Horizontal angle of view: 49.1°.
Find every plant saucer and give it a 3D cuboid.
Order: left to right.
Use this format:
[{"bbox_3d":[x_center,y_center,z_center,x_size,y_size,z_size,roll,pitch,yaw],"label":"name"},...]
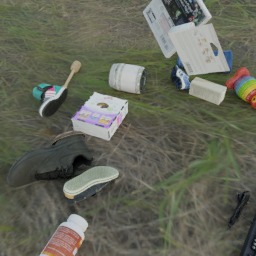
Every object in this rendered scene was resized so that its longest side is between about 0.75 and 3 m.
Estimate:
[{"bbox_3d":[-2.103,0.361,9.922,1.230,1.230,0.197,-15,75,-16],"label":"plant saucer"}]

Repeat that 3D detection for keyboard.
[{"bbox_3d":[3.741,2.732,7.935,1.771,0.287,2.787,24,46,25],"label":"keyboard"}]

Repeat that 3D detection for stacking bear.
[{"bbox_3d":[5.358,-1.580,12.222,1.062,1.134,1.867,12,39,-40],"label":"stacking bear"}]

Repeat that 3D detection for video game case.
[{"bbox_3d":[1.868,-4.599,11.347,0.302,2.351,2.586,-3,63,-43],"label":"video game case"}]

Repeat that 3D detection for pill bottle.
[{"bbox_3d":[-1.618,2.972,7.290,0.753,0.753,1.342,17,45,18],"label":"pill bottle"}]

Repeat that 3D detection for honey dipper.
[{"bbox_3d":[-2.830,-2.558,13.755,0.423,0.423,2.228,7,44,8],"label":"honey dipper"}]

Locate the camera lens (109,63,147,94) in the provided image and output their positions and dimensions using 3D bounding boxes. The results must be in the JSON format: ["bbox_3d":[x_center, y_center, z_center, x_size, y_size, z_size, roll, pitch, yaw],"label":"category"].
[{"bbox_3d":[0.033,-2.267,12.779,1.534,1.227,1.227,12,43,13],"label":"camera lens"}]

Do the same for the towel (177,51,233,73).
[{"bbox_3d":[4.046,-3.594,14.684,2.811,0.682,1.569,11,44,11],"label":"towel"}]

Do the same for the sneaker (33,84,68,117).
[{"bbox_3d":[-3.551,-1.257,11.912,1.239,0.858,2.052,15,36,9],"label":"sneaker"}]

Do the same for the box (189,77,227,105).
[{"bbox_3d":[3.550,-1.668,12.537,1.470,0.698,0.571,27,47,25],"label":"box"}]

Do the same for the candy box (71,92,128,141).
[{"bbox_3d":[-1.069,-0.522,11.255,1.582,0.675,1.886,16,45,17],"label":"candy box"}]

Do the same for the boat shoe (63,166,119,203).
[{"bbox_3d":[-1.132,1.747,8.792,0.753,0.628,2.018,28,33,36],"label":"boat shoe"}]

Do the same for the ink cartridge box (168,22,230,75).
[{"bbox_3d":[2.148,-2.354,8.323,1.435,1.653,0.360,2,50,43],"label":"ink cartridge box"}]

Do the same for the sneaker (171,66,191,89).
[{"bbox_3d":[2.529,-2.399,13.493,0.653,0.642,1.697,3,46,-15],"label":"sneaker"}]

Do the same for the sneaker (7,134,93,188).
[{"bbox_3d":[-2.450,1.204,9.122,2.863,1.087,1.299,-28,58,-23],"label":"sneaker"}]
